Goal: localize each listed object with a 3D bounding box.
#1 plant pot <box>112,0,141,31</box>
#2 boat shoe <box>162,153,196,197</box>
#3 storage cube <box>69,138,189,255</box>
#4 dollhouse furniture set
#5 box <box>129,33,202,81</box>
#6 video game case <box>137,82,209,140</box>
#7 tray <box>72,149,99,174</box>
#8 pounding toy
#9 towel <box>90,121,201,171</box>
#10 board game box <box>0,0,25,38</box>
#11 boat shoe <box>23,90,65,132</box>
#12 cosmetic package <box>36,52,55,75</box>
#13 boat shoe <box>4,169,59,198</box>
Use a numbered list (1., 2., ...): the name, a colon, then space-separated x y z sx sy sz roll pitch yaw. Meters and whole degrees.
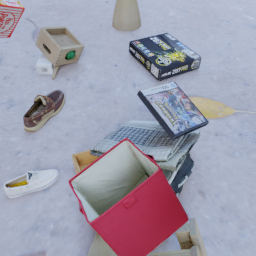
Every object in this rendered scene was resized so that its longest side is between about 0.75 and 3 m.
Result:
1. plant pot: -0.065 -6.862 16.160 1.752 1.871 1.752 0 44 0
2. boat shoe: 1.279 1.635 8.238 0.794 0.995 2.631 49 56 -10
3. storage cube: 0.017 1.212 4.744 1.472 1.323 1.258 -36 31 -10
4. dollhouse furniture set: 0.616 3.472 6.565 2.560 2.086 2.435 -14 20 18
5. box: 1.729 -3.554 13.648 2.349 0.716 2.915 -18 47 -21
6. video game case: 1.372 -0.593 8.429 1.610 0.227 1.782 -19 64 -38
7. tray: -0.620 1.498 8.082 1.479 0.555 2.998 -15 29 -14
8. pounding toy: -3.227 -3.570 13.163 1.947 1.384 1.792 48 41 13
9. towel: 0.659 0.360 8.856 2.865 0.495 2.759 7 22 26
10. board game box: -4.001 -3.254 8.297 0.369 1.206 1.592 50 32 6
11. boat shoe: -3.243 -0.881 10.859 0.845 0.843 2.342 19 48 18
12. cosmetic package: -3.860 -3.121 13.349 0.740 0.532 1.312 0 44 0
13. boat shoe: -2.942 1.587 8.568 1.640 0.572 0.581 -17 47 -16
